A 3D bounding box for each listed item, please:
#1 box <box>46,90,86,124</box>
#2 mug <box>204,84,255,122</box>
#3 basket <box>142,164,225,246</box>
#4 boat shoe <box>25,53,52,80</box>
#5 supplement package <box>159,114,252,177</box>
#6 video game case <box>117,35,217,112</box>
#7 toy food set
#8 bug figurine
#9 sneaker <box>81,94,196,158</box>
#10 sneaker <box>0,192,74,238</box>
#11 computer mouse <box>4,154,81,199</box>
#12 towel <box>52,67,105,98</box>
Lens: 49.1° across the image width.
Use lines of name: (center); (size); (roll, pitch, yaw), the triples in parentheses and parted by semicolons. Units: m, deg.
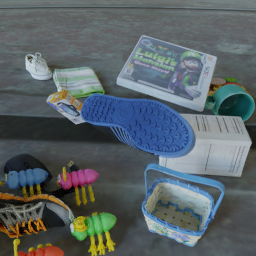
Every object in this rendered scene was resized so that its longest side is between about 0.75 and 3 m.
box: (-1.770, -0.588, 8.960); (0.881, 1.480, 0.307); (-11, 48, 44)
mug: (3.411, -0.920, 9.552); (1.542, 1.267, 0.954); (34, 24, -24)
basket: (1.050, 1.513, 5.623); (1.483, 1.682, 1.170); (14, 36, 20)
boat shoe: (-4.268, -3.035, 13.208); (0.840, 0.969, 2.274); (-20, 38, -28)
supplement package: (1.986, 0.439, 7.664); (2.182, 1.241, 1.195); (4, 35, 4)
video game case: (1.434, -2.014, 9.696); (2.926, 0.342, 2.660); (19, 53, 8)
toy food set: (3.731, -1.442, 11.185); (2.163, 0.526, 2.141); (-7, 34, -9)
bug figurine: (-1.520, 1.690, 5.886); (2.253, 0.748, 2.905); (-10, 42, -20)
sneaker: (0.252, -0.038, 5.480); (2.614, 0.917, 1.018); (23, -4, 39)
sneaker: (-2.155, 1.919, 5.900); (2.107, 0.824, 0.814); (-2, 36, 13)
computer mouse: (-2.217, 1.079, 7.350); (1.595, 0.523, 2.272); (-26, 42, -32)
towel: (-2.203, -2.041, 12.231); (1.911, 0.393, 2.562); (-11, 35, -15)
